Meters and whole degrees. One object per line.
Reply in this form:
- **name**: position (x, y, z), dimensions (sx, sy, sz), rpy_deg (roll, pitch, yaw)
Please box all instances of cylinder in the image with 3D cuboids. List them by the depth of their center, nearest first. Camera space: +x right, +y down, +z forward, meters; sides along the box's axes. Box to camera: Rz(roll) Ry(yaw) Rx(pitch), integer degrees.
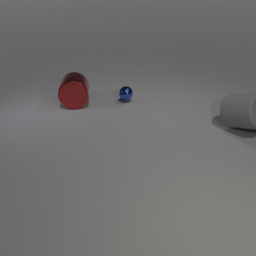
- **cylinder**: position (4.629, -0.678, 11.039), dimensions (1.400, 1.400, 1.400), rpy_deg (-18, 13, -30)
- **cylinder**: position (-2.595, -1.816, 13.482), dimensions (1.400, 1.400, 1.400), rpy_deg (-3, 29, -5)

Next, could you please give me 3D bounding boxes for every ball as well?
- **ball**: position (-0.099, -1.713, 13.825), dimensions (0.700, 0.700, 0.700), rpy_deg (0, 29, 0)
